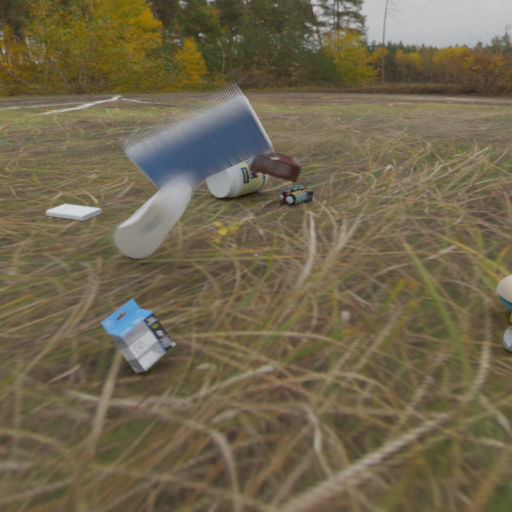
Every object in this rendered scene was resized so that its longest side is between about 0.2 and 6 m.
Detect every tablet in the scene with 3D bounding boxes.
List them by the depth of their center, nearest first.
[{"bbox_3d":[-0.987,-1.915,10.020,2.303,1.498,0.157,-23,60,10],"label":"tablet"}]

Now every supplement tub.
[{"bbox_3d":[-0.517,-2.157,15.175,1.070,1.070,1.476,17,26,38],"label":"supplement tub"}]

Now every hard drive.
[{"bbox_3d":[-4.409,-1.055,13.560,1.089,0.143,0.718,9,23,21],"label":"hard drive"}]

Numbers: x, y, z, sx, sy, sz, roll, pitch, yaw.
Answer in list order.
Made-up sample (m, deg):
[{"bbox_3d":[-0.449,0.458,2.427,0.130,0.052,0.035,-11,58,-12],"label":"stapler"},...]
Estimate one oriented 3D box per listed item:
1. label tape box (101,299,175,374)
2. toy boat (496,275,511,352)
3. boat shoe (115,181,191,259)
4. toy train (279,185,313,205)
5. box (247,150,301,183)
[{"bbox_3d":[-1.476,0.985,7.042,0.249,0.788,0.568,-23,14,47],"label":"label tape box"},{"bbox_3d":[3.971,0.824,7.920,1.435,0.793,1.706,24,23,39],"label":"toy boat"},{"bbox_3d":[-1.889,-0.682,10.296,0.782,2.173,0.744,40,47,-6],"label":"boat shoe"},{"bbox_3d":[1.059,-1.580,14.649,0.938,0.400,0.534,-19,39,-41],"label":"toy train"},{"bbox_3d":[0.451,-2.350,14.317,1.298,0.486,0.650,15,28,-15],"label":"box"}]
